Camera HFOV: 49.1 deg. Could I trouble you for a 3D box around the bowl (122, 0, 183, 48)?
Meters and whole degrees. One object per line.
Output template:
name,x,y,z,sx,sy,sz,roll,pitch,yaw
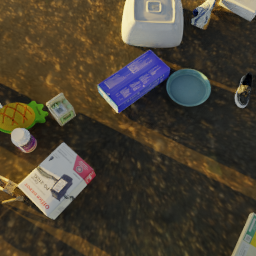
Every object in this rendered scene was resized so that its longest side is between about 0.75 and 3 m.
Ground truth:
bowl,1.172,-5.123,12.765,2.859,1.067,2.855,4,67,0

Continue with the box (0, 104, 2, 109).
box,-6.148,-1.344,10.935,1.437,1.295,2.554,-33,70,-13

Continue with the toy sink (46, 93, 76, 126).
toy sink,-2.525,-0.681,10.723,0.747,1.146,0.642,-38,73,-16

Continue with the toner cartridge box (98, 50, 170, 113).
toner cartridge box,0.265,-1.958,11.590,2.811,0.607,1.335,-36,70,-15

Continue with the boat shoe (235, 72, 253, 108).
boat shoe,4.832,-1.600,11.475,0.561,0.532,1.604,22,68,9

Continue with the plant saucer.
plant saucer,2.493,-1.649,11.633,1.814,0.249,1.814,-1,66,1

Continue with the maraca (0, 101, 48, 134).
maraca,-4.099,-0.447,10.747,1.961,1.049,1.344,-21,67,-31

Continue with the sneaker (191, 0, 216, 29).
sneaker,3.539,-5.567,13.120,0.868,0.741,1.970,19,67,8

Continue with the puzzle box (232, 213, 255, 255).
puzzle box,4.276,4.259,8.999,1.663,0.318,2.500,31,69,13

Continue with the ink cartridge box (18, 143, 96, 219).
ink cartridge box,-2.428,1.834,9.758,1.532,0.892,2.116,39,72,16

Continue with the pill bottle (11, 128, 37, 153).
pill bottle,-3.812,0.431,10.224,0.660,1.173,0.660,0,67,-1

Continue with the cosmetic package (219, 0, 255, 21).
cosmetic package,5.386,-5.971,13.352,1.762,0.628,0.893,37,71,15

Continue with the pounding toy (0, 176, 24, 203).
pounding toy,-4.313,2.149,9.677,1.386,0.792,0.795,24,68,10
